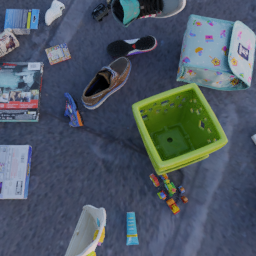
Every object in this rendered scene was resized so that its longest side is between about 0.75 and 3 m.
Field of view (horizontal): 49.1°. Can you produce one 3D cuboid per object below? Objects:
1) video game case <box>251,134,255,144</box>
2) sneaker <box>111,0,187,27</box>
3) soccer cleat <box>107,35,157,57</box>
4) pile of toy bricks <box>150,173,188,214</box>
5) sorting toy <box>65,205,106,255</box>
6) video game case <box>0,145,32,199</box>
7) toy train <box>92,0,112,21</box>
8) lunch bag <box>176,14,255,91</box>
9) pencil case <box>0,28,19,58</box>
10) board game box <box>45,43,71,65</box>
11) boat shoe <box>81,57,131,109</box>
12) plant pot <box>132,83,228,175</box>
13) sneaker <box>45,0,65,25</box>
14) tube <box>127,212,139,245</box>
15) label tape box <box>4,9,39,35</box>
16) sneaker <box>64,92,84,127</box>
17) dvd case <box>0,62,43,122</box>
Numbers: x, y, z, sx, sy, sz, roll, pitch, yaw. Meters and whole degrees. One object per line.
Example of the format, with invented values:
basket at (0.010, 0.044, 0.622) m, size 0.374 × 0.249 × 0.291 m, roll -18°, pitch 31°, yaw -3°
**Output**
video game case at (6.220, 0.675, 10.649) m, size 2.253 × 0.267 × 2.051 m, roll -27°, pitch 75°, yaw -8°
sneaker at (0.433, -3.828, 8.800) m, size 2.486 × 1.040 × 1.501 m, roll 10°, pitch 35°, yaw 36°
soccer cleat at (0.169, -3.357, 11.713) m, size 2.116 × 0.774 × 0.722 m, roll -7°, pitch 92°, yaw 15°
pile of toy bricks at (1.498, 2.177, 9.927) m, size 0.895 × 0.796 × 1.613 m, roll -31°, pitch 76°, yaw -9°
sorting toy at (-0.910, 2.652, 7.039) m, size 0.815 × 1.373 × 1.525 m, roll 25°, pitch 52°, yaw -7°
video game case at (-4.542, 1.607, 10.277) m, size 1.767 × 0.443 × 1.950 m, roll 0°, pitch 73°, yaw 0°
toy train at (-0.587, -5.741, 12.492) m, size 2.689 × 0.459 × 0.616 m, roll -44°, pitch 66°, yaw -11°
lunch bag at (3.525, -2.862, 10.925) m, size 2.841 × 1.733 × 2.420 m, roll 11°, pitch 73°, yaw 4°
pencil case at (-5.519, -3.250, 11.476) m, size 2.094 × 0.936 × 0.815 m, roll -38°, pitch 76°, yaw -11°
board game box at (-2.945, -3.134, 11.813) m, size 0.907 × 0.210 × 0.687 m, roll -20°, pitch 74°, yaw -6°
boat shoe at (-0.784, -1.886, 11.045) m, size 0.964 × 0.966 × 2.668 m, roll 35°, pitch 76°, yaw 10°
plant pot at (1.611, 0.221, 9.716) m, size 2.377 × 2.168 × 2.389 m, roll -20°, pitch 69°, yaw -6°
sneaker at (-3.216, -5.028, 12.260) m, size 0.515 × 0.452 × 1.285 m, roll 21°, pitch 74°, yaw 3°
tube at (0.125, 3.523, 9.833) m, size 0.421 × 0.274 × 1.088 m, roll -6°, pitch 77°, yaw 9°
label tape box at (-4.539, -4.596, 12.126) m, size 1.413 × 0.467 × 1.013 m, roll 0°, pitch 74°, yaw -2°
sneaker at (-2.242, -0.713, 10.933) m, size 0.593 × 0.570 × 1.512 m, roll -22°, pitch 73°, yaw -1°
dvd case at (-4.440, -1.489, 11.294) m, size 1.866 × 0.281 × 2.557 m, roll -1°, pitch 74°, yaw 0°
